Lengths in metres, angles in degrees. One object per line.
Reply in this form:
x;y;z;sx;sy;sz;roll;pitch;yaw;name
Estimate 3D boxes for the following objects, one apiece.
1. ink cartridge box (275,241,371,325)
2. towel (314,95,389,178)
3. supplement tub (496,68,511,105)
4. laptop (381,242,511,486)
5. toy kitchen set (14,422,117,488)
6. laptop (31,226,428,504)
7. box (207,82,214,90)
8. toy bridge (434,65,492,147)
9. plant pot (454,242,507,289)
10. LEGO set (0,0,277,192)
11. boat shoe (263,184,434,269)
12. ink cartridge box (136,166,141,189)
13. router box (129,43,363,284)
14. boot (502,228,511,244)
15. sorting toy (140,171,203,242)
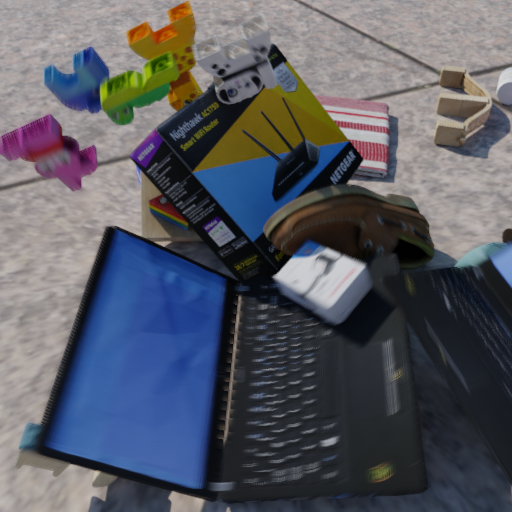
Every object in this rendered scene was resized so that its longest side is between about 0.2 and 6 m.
0.821;0.310;6.887;0.938;0.393;0.681;28;67;40;ink cartridge box
1.754;-2.539;11.653;1.992;0.315;2.766;8;43;6;towel
5.953;-3.972;13.081;0.583;0.583;0.884;16;43;18;supplement tub
3.413;0.760;6.304;2.951;1.524;2.615;-4;54;-37;laptop
-1.802;1.590;6.096;1.143;0.840;1.426;22;36;-20;toy kitchen set
-0.117;0.915;6.106;3.334;1.722;2.955;-11;48;18;laptop
-0.297;-3.098;11.781;1.350;0.953;0.532;16;43;18;box
4.601;-3.329;12.429;1.123;0.455;3.340;10;42;12;toy bridge
3.381;0.296;7.948;1.230;0.828;1.230;0;40;0;plant pot
-1.591;-2.408;8.593;4.116;1.689;1.570;-20;57;11;LEGO set
1.508;-0.277;7.881;3.022;1.087;1.027;-6;60;-37;boat shoe
-0.878;-1.401;10.135;2.373;0.525;1.115;-14;42;-15;ink cartridge box
0.078;-1.536;8.871;2.626;0.899;3.520;49;46;-11;router box
5.086;-0.140;8.616;1.857;0.596;1.730;-9;36;-16;boot
-1.057;-1.099;9.135;1.640;0.574;1.650;-1;67;-10;sorting toy
